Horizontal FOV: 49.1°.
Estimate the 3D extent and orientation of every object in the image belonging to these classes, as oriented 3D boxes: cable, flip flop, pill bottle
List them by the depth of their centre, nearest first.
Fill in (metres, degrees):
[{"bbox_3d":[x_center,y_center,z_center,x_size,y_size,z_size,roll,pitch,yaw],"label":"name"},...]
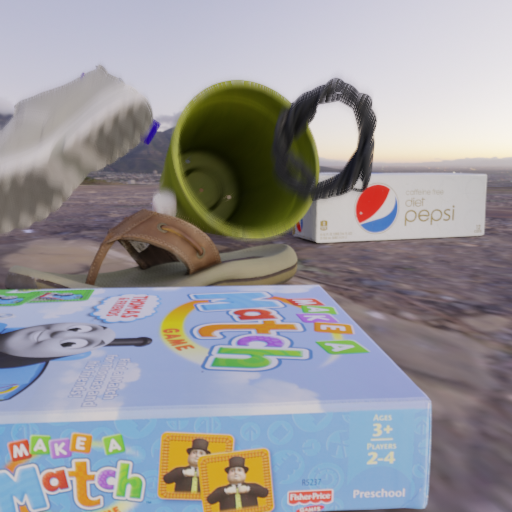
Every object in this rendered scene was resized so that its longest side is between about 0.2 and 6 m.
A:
[{"bbox_3d":[-0.865,-0.012,5.790,3.413,0.982,1.384,-8,12,-43],"label":"flip flop"},{"bbox_3d":[0.916,-1.573,7.616,1.398,1.713,0.435,2,37,7],"label":"cable"},{"bbox_3d":[-1.371,-0.606,8.339,0.344,0.607,0.344,6,46,-6],"label":"pill bottle"}]

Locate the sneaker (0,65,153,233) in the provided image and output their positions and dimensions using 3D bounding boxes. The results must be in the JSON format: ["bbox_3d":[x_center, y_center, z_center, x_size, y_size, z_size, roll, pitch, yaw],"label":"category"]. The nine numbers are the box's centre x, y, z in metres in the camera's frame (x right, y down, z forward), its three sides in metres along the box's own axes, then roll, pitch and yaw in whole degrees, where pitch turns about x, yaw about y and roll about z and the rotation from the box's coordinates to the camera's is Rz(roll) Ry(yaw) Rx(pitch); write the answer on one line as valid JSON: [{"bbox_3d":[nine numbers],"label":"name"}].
[{"bbox_3d":[-3.184,-1.544,8.155,3.365,1.380,1.258,-34,-26,-13],"label":"sneaker"}]

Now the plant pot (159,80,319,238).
[{"bbox_3d":[-0.571,-1.307,9.214,2.366,2.366,2.278,-4,-4,-26],"label":"plant pot"}]

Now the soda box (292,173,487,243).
[{"bbox_3d":[2.666,-1.018,11.224,3.797,1.293,1.209,-3,9,-19],"label":"soda box"}]

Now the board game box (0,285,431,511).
[{"bbox_3d":[-0.880,0.631,3.122,2.949,0.540,2.230,0,8,-5],"label":"board game box"}]

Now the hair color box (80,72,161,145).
[{"bbox_3d":[-2.356,-2.467,9.368,1.437,0.466,0.785,34,4,30],"label":"hair color box"}]

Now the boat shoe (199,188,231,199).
[{"bbox_3d":[-0.778,-1.032,12.372,2.742,1.038,0.984,-11,16,-44],"label":"boat shoe"}]
